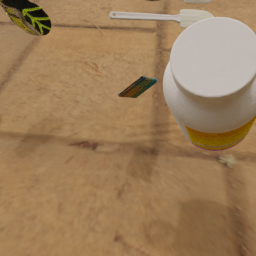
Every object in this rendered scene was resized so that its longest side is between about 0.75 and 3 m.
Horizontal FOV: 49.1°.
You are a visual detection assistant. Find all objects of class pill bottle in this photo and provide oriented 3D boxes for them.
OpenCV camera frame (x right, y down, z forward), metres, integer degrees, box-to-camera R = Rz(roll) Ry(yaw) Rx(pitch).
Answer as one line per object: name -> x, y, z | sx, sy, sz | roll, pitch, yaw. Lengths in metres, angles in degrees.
pill bottle -> 1.321, -0.491, 4.302 | 1.392, 2.670, 1.392 | -4, 76, 16

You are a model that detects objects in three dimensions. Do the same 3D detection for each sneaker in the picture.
sneaker -> -2.874, -3.069, 6.898 | 0.798, 2.089, 0.788 | 1, 54, 37

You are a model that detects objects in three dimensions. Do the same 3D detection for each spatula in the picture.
spatula -> 0.884, -3.358, 7.017 | 2.675, 0.215, 1.860 | 1, 81, -5

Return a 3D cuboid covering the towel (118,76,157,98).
towel -> 0.251, -0.969, 6.667 | 0.113, 0.765, 1.044 | 58, 22, 9
